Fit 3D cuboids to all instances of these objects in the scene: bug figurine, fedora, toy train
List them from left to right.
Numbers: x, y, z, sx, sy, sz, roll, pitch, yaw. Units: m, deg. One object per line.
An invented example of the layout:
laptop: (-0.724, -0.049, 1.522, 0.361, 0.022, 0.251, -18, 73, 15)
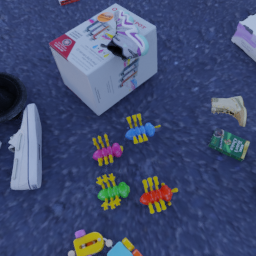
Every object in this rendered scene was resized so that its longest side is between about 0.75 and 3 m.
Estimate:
fedora: (-4.123, -0.802, 8.914, 2.070, 0.945, 2.070, 0, 63, 0)
toy train: (-0.767, 3.491, 6.919, 2.297, 0.639, 1.725, 4, 64, 6)
bug figurine: (0.102, 1.101, 8.064, 2.216, 0.735, 2.858, -12, 67, 0)

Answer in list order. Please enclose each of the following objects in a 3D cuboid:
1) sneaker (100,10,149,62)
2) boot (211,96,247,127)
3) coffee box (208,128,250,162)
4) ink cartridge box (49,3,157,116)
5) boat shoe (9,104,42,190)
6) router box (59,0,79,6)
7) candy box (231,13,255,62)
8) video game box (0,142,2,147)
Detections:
sneaker: (-0.286, -2.466, 7.535, 1.131, 0.629, 1.617, -26, 67, -15)
boot: (2.596, -0.438, 7.269, 0.829, 0.388, 1.066, 0, 46, 8)
coffee box: (3.118, 0.497, 8.640, 1.094, 0.241, 0.673, 27, 66, 13)
ink cartridge box: (-0.646, -2.223, 8.975, 2.697, 1.951, 1.960, -39, 61, -19)
boat shoe: (-3.057, 0.512, 8.291, 0.879, 0.963, 2.676, -5, 71, -8)
router box: (-2.586, -5.658, 11.823, 0.847, 0.230, 0.943, -20, 65, -10)
candy box: (5.667, -3.390, 10.227, 2.725, 0.975, 2.286, -31, 67, -15)
video game box: (-5.408, 1.344, 7.991, 2.775, 0.650, 2.528, 4, 65, 2)
